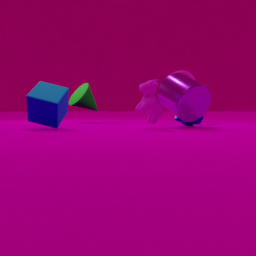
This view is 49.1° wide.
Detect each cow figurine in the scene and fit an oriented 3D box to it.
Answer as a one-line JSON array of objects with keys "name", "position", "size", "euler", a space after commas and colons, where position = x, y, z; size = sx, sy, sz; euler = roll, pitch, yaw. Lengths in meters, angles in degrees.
[{"name": "cow figurine", "position": [0.681, -0.787, 7.958], "size": [1.069, 1.051, 0.587], "euler": [40, -4, -18]}]

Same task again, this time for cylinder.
[{"name": "cylinder", "position": [1.686, -0.944, 8.500], "size": [1.173, 1.173, 1.173], "euler": [-2, 28, -27]}]

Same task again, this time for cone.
[{"name": "cone", "position": [-1.795, -1.150, 12.761], "size": [1.265, 1.260, 1.260], "euler": [42, -20, -30]}]

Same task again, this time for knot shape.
[{"name": "knot shape", "position": [2.337, -1.207, 11.751], "size": [0.950, 1.924, 2.056], "euler": [-23, 56, -29]}]

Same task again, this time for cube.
[{"name": "cube", "position": [-2.289, -0.671, 8.055], "size": [0.893, 0.893, 0.893], "euler": [14, 38, 2]}]

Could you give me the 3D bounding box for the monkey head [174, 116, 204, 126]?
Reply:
[{"name": "monkey head", "position": [1.965, -0.543, 9.271], "size": [1.038, 0.869, 1.442], "euler": [7, -19, -36]}]
